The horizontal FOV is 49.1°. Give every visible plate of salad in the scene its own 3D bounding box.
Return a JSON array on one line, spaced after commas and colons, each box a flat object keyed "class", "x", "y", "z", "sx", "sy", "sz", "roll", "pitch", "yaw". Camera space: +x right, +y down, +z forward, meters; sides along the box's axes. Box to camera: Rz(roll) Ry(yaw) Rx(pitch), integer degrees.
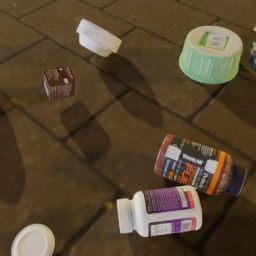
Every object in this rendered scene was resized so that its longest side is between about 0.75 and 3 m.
[{"class": "plate of salad", "x": -2.485, "y": 3.144, "z": 7.400, "sx": 1.153, "sy": 0.277, "sz": 1.153, "roll": -3, "pitch": 59, "yaw": 6}]

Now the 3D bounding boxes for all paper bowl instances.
[{"class": "paper bowl", "x": -1.324, "y": -3.817, "z": 12.192, "sx": 1.923, "sy": 1.000, "sz": 1.923, "roll": 27, "pitch": 13, "yaw": -7}]

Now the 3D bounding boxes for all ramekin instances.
[{"class": "ramekin", "x": 3.531, "y": -3.191, "z": 11.874, "sx": 2.572, "sy": 1.257, "sz": 2.572, "roll": 0, "pitch": 51, "yaw": 0}]

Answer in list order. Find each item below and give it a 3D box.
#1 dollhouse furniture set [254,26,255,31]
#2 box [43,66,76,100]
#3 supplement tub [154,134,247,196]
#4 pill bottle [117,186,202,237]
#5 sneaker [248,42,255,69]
[{"class": "dollhouse furniture set", "x": 6.746, "y": -4.112, "z": 13.198, "sx": 1.170, "sy": 0.896, "sz": 1.786, "roll": 5, "pitch": 30, "yaw": -22}, {"class": "box", "x": -2.582, "y": -1.693, "z": 10.545, "sx": 1.024, "sy": 0.841, "sz": 0.849, "roll": -15, "pitch": 62, "yaw": -22}, {"class": "supplement tub", "x": 2.129, "y": 1.154, "z": 8.338, "sx": 2.483, "sy": 1.328, "sz": 1.328, "roll": 18, "pitch": 53, "yaw": 15}, {"class": "pill bottle", "x": 0.792, "y": 2.249, "z": 7.528, "sx": 2.100, "sy": 1.170, "sz": 1.170, "roll": -6, "pitch": 51, "yaw": -4}, {"class": "sneaker", "x": 5.793, "y": -3.185, "z": 12.292, "sx": 0.718, "sy": 0.646, "sz": 1.664, "roll": 11, "pitch": 52, "yaw": 5}]
